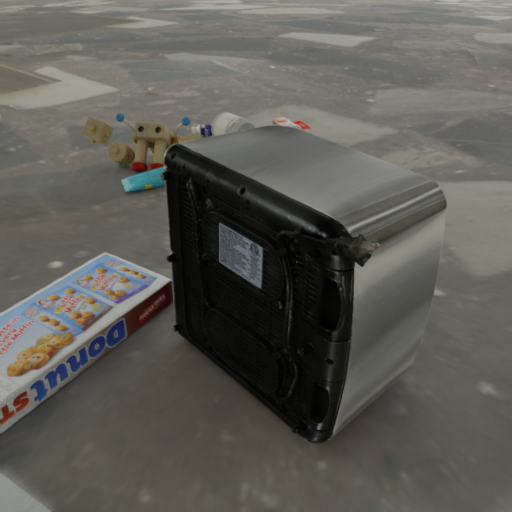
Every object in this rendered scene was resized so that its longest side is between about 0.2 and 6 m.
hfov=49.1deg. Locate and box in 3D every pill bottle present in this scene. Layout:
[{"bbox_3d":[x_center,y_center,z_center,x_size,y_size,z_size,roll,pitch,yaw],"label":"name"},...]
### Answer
[{"bbox_3d":[-1.213,-2.880,12.991,0.543,0.325,0.325,-4,32,-3],"label":"pill bottle"}]

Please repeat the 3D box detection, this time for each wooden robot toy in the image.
[{"bbox_3d":[-2.189,-2.230,11.682,2.636,1.161,1.196,6,-3,10],"label":"wooden robot toy"}]

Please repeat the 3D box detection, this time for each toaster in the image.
[{"bbox_3d":[0.435,0.208,5.861,1.694,2.581,2.854,-25,40,-34],"label":"toaster"}]

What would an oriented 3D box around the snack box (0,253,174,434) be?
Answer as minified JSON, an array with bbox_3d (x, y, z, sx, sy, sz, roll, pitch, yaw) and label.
[{"bbox_3d":[-2.593,1.050,6.550,1.275,0.431,3.546,19,37,28],"label":"snack box"}]

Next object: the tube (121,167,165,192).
[{"bbox_3d":[-1.810,-1.535,10.828,1.539,0.388,0.596,-15,27,-15],"label":"tube"}]

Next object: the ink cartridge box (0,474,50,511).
[{"bbox_3d":[-2.049,2.265,4.398,0.834,0.184,0.849,42,35,-7],"label":"ink cartridge box"}]

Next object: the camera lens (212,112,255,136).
[{"bbox_3d":[-0.517,-2.789,12.499,0.681,0.681,0.852,-27,42,-36],"label":"camera lens"}]

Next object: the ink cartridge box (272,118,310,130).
[{"bbox_3d":[0.867,-3.232,13.686,0.779,0.195,0.632,-16,36,-19],"label":"ink cartridge box"}]
